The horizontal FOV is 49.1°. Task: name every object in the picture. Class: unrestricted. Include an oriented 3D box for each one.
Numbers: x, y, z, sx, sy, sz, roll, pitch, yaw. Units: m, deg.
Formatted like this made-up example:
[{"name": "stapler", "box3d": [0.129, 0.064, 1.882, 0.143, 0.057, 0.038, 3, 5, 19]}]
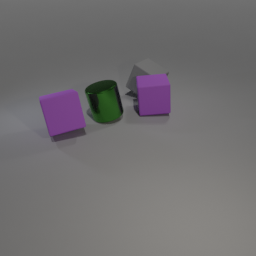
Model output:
[{"name": "cube", "box3d": [-2.577, -0.646, 10.927, 1.400, 1.400, 1.400, -16, 16, -15]}, {"name": "cube", "box3d": [1.140, -1.531, 12.739, 1.400, 1.400, 1.400, -5, 30, 2]}, {"name": "cylinder", "box3d": [-1.009, -1.168, 12.079, 1.400, 1.400, 1.400, -11, 29, 6]}, {"name": "cube", "box3d": [0.987, -2.495, 14.298, 1.400, 1.400, 1.400, 36, 40, 14]}]
